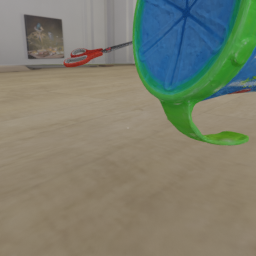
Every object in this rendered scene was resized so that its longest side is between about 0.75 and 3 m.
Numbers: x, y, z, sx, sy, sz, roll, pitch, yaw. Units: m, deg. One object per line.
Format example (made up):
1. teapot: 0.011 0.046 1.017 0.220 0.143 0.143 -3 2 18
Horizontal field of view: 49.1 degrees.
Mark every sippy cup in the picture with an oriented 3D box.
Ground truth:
1. sippy cup: 0.576 -0.537 1.485 0.823 1.123 0.882 2 43 -28

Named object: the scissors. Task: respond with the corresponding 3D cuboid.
1. scissors: -0.407 -1.249 4.673 1.405 0.098 0.514 -4 43 16
